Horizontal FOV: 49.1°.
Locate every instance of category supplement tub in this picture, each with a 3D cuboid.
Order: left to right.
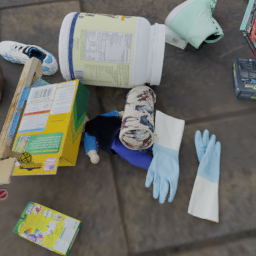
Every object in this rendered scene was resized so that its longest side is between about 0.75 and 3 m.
[{"bbox_3d":[-0.412,-2.271,8.380,2.861,2.074,2.074,5,60,2],"label":"supplement tub"}]

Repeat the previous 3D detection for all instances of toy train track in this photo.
[{"bbox_3d":[-1.588,0.160,3.999,1.434,0.407,2.501,-12,61,46],"label":"toy train track"}]

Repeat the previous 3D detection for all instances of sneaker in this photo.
[{"bbox_3d":[-3.342,-2.466,9.221,2.296,0.832,0.825,23,63,14],"label":"sneaker"},{"bbox_3d":[2.761,-3.820,9.677,1.705,1.064,2.890,45,69,5],"label":"sneaker"}]

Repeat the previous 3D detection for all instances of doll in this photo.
[{"bbox_3d":[-0.400,0.291,7.651,2.818,0.683,1.923,25,53,15],"label":"doll"}]

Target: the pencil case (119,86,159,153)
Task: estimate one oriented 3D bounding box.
[{"bbox_3d":[0.345,-0.327,7.599,0.957,0.832,2.139,14,39,-5],"label":"pencil case"}]

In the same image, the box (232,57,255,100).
[{"bbox_3d":[4.286,-1.528,8.874,1.774,0.453,1.399,4,59,2],"label":"box"}]

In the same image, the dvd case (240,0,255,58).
[{"bbox_3d":[3.364,-2.397,7.179,0.171,1.549,1.131,1,61,48],"label":"dvd case"}]

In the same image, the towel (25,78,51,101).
[{"bbox_3d":[-2.594,-1.020,8.769,1.224,0.133,0.897,28,64,15],"label":"towel"}]

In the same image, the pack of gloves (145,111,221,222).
[{"bbox_3d":[1.563,0.841,7.064,2.085,0.490,2.482,21,59,-15],"label":"pack of gloves"}]

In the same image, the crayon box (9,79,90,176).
[{"bbox_3d":[-2.079,0.082,7.427,1.668,0.684,2.653,-6,60,24],"label":"crayon box"}]

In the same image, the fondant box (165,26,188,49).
[{"bbox_3d":[1.867,-3.542,10.087,0.962,0.389,1.334,26,62,14],"label":"fondant box"}]

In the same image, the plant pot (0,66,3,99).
[{"bbox_3d":[-4.321,-1.468,8.551,1.163,1.163,1.245,-2,44,-1],"label":"plant pot"}]

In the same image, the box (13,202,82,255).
[{"bbox_3d":[-1.919,2.374,6.679,1.400,0.339,0.821,20,62,8],"label":"box"}]
